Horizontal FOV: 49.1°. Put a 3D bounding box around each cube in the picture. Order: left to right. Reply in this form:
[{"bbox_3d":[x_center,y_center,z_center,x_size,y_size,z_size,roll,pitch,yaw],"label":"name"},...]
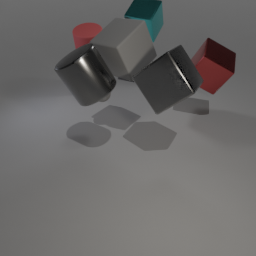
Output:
[{"bbox_3d":[-0.130,-2.652,9.402,1.400,1.400,1.400,24,65,40],"label":"cube"},{"bbox_3d":[0.813,-5.275,13.673,1.400,1.400,1.400,17,65,20],"label":"cube"},{"bbox_3d":[1.261,-1.501,8.631,1.400,1.400,1.400,-30,7,34],"label":"cube"},{"bbox_3d":[3.420,-2.540,11.577,1.400,1.400,1.400,27,51,-7],"label":"cube"}]

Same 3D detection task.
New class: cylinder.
[{"bbox_3d":[-1.284,-1.626,8.607,1.400,1.400,1.400,-25,30,16],"label":"cylinder"},{"bbox_3d":[-1.859,-4.092,13.475,1.400,1.400,1.400,-1,48,2],"label":"cylinder"}]

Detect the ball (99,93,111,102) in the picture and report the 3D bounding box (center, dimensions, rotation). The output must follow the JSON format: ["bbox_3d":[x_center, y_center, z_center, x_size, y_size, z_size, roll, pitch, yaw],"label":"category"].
[{"bbox_3d":[-1.015,-1.362,10.936,0.700,0.700,0.700,0,32,0],"label":"ball"}]
